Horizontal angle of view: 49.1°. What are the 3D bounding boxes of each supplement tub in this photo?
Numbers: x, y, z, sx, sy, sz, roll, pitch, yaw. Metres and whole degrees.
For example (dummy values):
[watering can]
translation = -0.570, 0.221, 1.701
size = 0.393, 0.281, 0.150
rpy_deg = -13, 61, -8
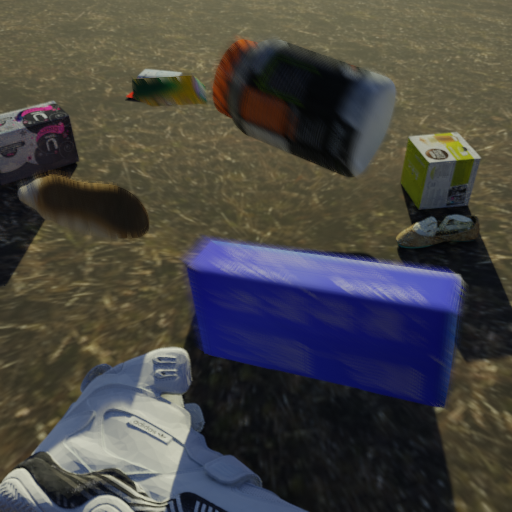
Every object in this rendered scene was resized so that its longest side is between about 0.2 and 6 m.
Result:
[supplement tub]
translation = 0.838, -2.832, 10.387
size = 3.047, 1.867, 1.867
rpy_deg = 27, 46, 19

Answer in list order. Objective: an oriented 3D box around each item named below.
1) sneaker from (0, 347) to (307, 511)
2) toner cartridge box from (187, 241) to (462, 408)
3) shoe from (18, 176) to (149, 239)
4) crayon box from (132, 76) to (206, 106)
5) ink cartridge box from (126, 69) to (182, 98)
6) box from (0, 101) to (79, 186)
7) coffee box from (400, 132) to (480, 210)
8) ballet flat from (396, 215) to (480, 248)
[sneaker]
translation = -0.596, 2.109, 5.722
size = 3.641, 1.368, 2.093
rpy_deg = 6, 42, 13
[toner cartridge box]
translation = 0.653, 0.653, 5.796
size = 2.654, 1.260, 0.573
rpy_deg = 9, 37, 22
[shoe]
translation = -2.411, -0.696, 8.100
size = 0.569, 2.131, 0.745
rpy_deg = -6, 77, 32
[crayon box]
translation = -1.430, -2.766, 9.457
size = 1.008, 0.341, 1.168
rpy_deg = -1, 9, 5
[ink cartridge box]
translation = -2.680, -4.511, 14.760
size = 1.087, 0.321, 1.358
rpy_deg = 10, 39, 12
[box]
translation = -4.654, -2.330, 11.432
size = 1.681, 1.110, 0.964
rpy_deg = -25, 45, -28
[coffee box]
translation = 3.441, -1.611, 10.605
size = 1.019, 1.030, 1.029
rpy_deg = -6, 39, -7
[ballet flat]
translation = 3.143, -0.477, 9.640
size = 1.496, 0.488, 0.527
rpy_deg = -9, 41, -10
